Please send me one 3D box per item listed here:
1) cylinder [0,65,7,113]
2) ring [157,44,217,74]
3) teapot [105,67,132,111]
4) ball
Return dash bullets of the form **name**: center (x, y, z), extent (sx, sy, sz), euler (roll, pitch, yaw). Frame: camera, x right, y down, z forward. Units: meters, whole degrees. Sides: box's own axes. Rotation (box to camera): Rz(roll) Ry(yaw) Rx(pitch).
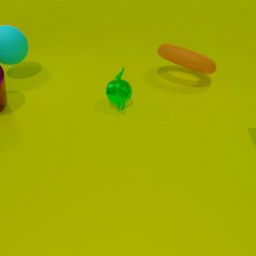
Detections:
- **cylinder**: center (-3.967, -1.084, 7.576), extent (1.227, 1.227, 1.227), euler (9, 56, -14)
- **ring**: center (1.867, -2.191, 8.937), extent (1.963, 0.393, 1.963), euler (20, 11, -4)
- **teapot**: center (-0.215, -1.083, 7.962), extent (0.796, 0.627, 1.280), euler (9, 72, -37)
- **ball**: center (-3.815, -2.623, 8.931), extent (1.213, 1.213, 1.213), euler (0, 39, 0)
